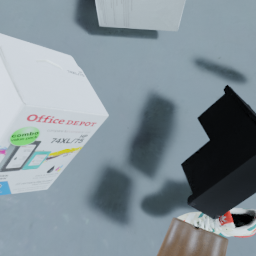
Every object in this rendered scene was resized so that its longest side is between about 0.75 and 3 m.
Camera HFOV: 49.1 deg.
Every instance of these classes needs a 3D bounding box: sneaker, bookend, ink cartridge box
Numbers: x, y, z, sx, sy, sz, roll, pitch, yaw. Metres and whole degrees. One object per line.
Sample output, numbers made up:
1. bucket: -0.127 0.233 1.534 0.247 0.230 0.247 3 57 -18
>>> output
1. sneaker: 1.846 2.006 6.009 1.952 0.912 0.687 -6 54 4
2. bookend: 1.910 0.449 5.688 1.924 0.886 1.912 -45 30 21
3. ink cartridge box: -2.157 -0.148 5.765 2.626 1.927 1.918 -48 59 27

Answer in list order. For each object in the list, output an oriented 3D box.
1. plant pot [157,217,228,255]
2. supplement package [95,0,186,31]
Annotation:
1. plant pot: 0.954 2.157 4.411 1.228 1.228 1.216 20 75 9
2. supplement package: 0.402 -4.136 8.646 2.614 1.528 1.534 5 73 1
